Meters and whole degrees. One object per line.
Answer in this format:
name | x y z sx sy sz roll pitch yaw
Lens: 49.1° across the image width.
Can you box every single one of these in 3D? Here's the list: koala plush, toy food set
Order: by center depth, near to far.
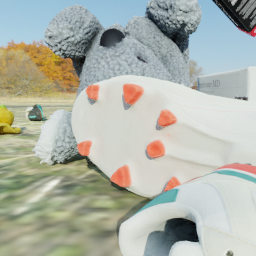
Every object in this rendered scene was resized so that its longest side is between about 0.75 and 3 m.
koala plush | 0.061 -0.520 4.228 2.574 2.668 2.903 -9 26 6
toy food set | -3.618 -0.225 6.380 2.268 0.741 1.335 0 6 0

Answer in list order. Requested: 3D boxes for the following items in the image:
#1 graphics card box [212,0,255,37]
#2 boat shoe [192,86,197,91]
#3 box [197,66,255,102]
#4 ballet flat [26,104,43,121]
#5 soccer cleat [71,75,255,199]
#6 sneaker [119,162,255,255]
graphics card box | 2.078 -2.598 4.891 1.957 1.227 0.498 16 27 -44
boat shoe | 3.760 -0.999 10.549 2.925 1.053 1.055 13 16 13
box | 2.574 -0.395 5.251 2.007 1.312 1.997 -1 6 -9
ballet flat | -3.535 -0.579 10.550 0.615 0.612 1.799 -13 9 -15
soccer cleat | 0.759 0.166 2.297 2.849 0.987 1.105 12 7 31
sneaker | 0.564 0.508 0.713 0.798 0.601 1.707 -11 8 -25
